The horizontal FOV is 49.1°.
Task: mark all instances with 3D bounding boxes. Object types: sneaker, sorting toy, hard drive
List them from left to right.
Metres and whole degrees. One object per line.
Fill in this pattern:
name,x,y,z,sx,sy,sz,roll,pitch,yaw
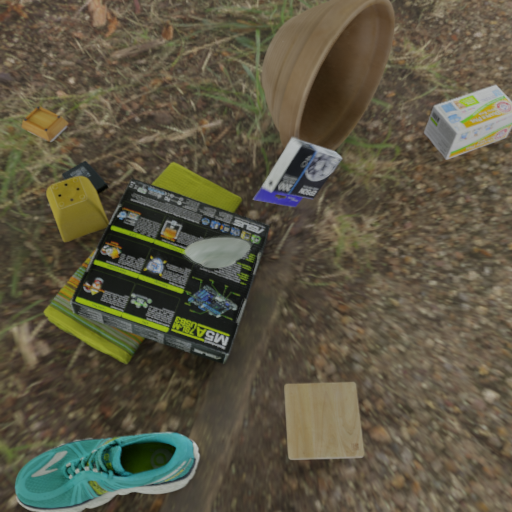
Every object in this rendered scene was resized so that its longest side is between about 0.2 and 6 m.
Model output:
hard drive,-3.508,-1.532,11.476,0.584,0.138,0.836,-36,65,-19
sneaker,-2.196,3.020,8.194,2.683,1.068,1.040,-11,59,-5
sorting toy,1.038,2.621,8.821,1.138,0.399,1.145,-2,59,0

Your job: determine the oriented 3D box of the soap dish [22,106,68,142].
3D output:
soap dish,-4.609,-2.883,12.182,0.798,0.324,0.628,27,62,14

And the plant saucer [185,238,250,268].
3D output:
plant saucer,-0.566,-0.007,8.355,0.967,0.967,0.243,-5,74,-3

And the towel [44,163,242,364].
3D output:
towel,-1.975,-0.010,10.457,1.716,0.360,3.986,30,62,7

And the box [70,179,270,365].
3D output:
box,-1.402,0.210,9.860,2.758,0.655,2.664,18,63,-2

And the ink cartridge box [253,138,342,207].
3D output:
ink cartridge box,0.773,-1.424,10.327,1.351,1.364,0.296,2,40,-50

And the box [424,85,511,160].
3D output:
box,4.561,-2.834,11.865,1.594,0.808,0.897,-21,61,-12

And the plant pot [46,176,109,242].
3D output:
plant pot,-3.446,-0.981,10.600,0.929,0.950,0.923,-22,70,-12

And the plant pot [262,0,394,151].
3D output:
plant pot,1.176,-3.572,10.835,1.501,3.252,3.252,34,65,22
